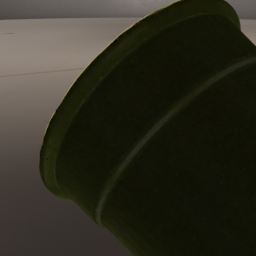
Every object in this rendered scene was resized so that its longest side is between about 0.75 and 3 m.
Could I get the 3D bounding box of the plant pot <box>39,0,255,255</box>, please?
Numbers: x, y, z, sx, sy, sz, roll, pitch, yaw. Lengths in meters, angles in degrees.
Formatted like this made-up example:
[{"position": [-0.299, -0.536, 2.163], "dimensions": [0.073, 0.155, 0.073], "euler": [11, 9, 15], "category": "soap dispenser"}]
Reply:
[{"position": [0.861, 0.570, 2.177], "dimensions": [2.274, 2.274, 2.160], "euler": [-20, 55, -37], "category": "plant pot"}]
